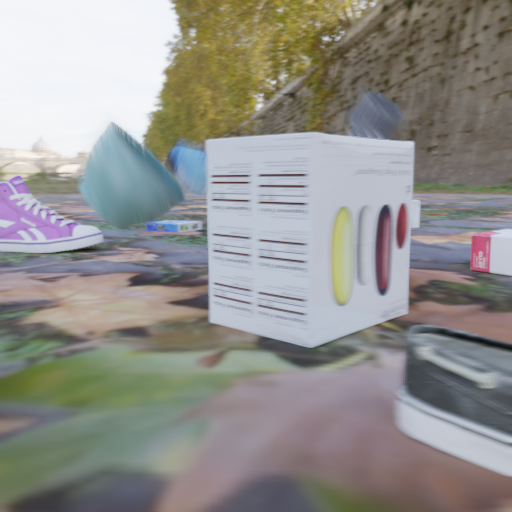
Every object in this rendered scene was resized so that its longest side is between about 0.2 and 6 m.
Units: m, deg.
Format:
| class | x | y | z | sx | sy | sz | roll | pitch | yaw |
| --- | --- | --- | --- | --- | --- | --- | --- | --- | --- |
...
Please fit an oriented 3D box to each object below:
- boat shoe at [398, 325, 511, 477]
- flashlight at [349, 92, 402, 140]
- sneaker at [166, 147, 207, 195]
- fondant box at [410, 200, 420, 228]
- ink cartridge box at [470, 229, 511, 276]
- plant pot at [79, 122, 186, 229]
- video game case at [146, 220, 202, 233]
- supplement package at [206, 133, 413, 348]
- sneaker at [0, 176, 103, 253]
| class | x | y | z | sx | sy | sz | roll | pitch | yaw |
| --- | --- | --- | --- | --- | --- | --- | --- | --- | --- |
| boat shoe | 1.540 | 0.723 | 2.523 | 1.951 | 0.621 | 0.690 | 7 | 11 | 40 |
| flashlight | 1.387 | -1.375 | 8.905 | 0.845 | 2.487 | 0.842 | -17 | 53 | -47 |
| sneaker | -0.646 | -1.779 | 10.698 | 2.398 | 0.940 | 1.079 | 5 | -42 | -47 |
| fondant box | 3.924 | -1.146 | 15.345 | 1.045 | 0.754 | 0.304 | -1 | 10 | -3 |
| ink cartridge box | 3.937 | -0.019 | 7.956 | 1.001 | 0.575 | 1.379 | -6 | 10 | -36 |
| plant pot | -1.577 | -0.862 | 6.759 | 0.839 | 1.252 | 1.252 | -44 | 6 | 5 |
| video game case | -2.134 | -0.778 | 14.575 | 1.076 | 0.245 | 0.976 | 5 | 9 | 31 |
| supplement package | 0.543 | -0.233 | 5.361 | 1.272 | 1.730 | 1.654 | 7 | 11 | 42 |
| sneaker | -4.122 | -0.780 | 10.467 | 2.485 | 1.417 | 0.901 | 2 | 7 | 2 |
